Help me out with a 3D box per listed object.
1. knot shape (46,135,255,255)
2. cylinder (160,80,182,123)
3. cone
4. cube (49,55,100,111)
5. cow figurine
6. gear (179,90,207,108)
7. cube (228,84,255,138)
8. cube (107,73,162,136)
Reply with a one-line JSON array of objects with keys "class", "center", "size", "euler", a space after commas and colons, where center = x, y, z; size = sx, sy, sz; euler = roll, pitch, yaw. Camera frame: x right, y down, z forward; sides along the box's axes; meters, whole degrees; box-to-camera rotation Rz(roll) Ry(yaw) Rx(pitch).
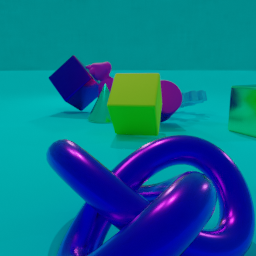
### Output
[{"class": "knot shape", "center": [0.274, 0.638, 2.578], "size": [1.938, 0.957, 2.071], "euler": [-1, 12, -18]}, {"class": "cylinder", "center": [0.942, -0.735, 8.006], "size": [0.977, 0.977, 0.977], "euler": [-2, -13, -7]}, {"class": "cone", "center": [-0.706, -0.815, 8.698], "size": [1.118, 1.122, 1.118], "euler": [1, 13, 0]}, {"class": "cube", "center": [-1.806, -1.569, 10.028], "size": [1.226, 1.226, 1.226], "euler": [52, 6, 22]}, {"class": "cow figurine", "center": [-0.779, -1.372, 9.434], "size": [1.590, 1.616, 0.887], "euler": [21, 18, -2]}, {"class": "gear", "center": [1.809, -0.934, 9.646], "size": [1.725, 0.319, 1.725], "euler": [-10, -4, -1]}, {"class": "cube", "center": [3.396, -0.454, 7.021], "size": [1.179, 1.179, 1.179], "euler": [-7, 14, -27]}, {"class": "cube", "center": [0.210, -0.559, 6.694], "size": [1.074, 1.074, 1.074], "euler": [2, 52, 12]}]
